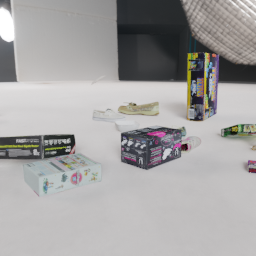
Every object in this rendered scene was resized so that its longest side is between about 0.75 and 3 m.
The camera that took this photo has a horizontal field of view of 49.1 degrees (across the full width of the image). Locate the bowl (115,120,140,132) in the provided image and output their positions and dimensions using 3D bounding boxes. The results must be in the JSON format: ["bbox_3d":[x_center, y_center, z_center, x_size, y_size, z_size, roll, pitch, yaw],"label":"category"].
[{"bbox_3d":[-0.037,-0.059,10.600,0.881,0.329,0.879,-3,13,-11],"label":"bowl"}]

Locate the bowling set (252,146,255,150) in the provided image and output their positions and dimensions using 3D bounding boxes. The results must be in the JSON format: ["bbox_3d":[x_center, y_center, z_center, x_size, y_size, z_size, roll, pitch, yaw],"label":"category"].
[{"bbox_3d":[4.049,0.316,8.196,0.523,0.678,0.974,9,12,42],"label":"bowling set"}]

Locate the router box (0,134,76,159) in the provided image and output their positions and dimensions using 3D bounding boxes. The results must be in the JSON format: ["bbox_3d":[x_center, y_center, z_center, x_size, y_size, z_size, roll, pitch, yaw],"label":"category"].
[{"bbox_3d":[-2.350,0.448,6.832,1.732,0.538,1.298,-3,-2,22],"label":"router box"}]

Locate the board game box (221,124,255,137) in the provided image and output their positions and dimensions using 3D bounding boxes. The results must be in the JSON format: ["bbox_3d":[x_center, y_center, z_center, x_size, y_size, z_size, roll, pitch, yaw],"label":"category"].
[{"bbox_3d":[4.649,0.080,9.007,2.841,0.333,1.489,-1,-4,-1],"label":"board game box"}]

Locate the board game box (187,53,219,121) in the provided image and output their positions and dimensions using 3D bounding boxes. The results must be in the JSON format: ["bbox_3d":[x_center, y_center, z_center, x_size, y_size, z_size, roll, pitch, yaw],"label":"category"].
[{"bbox_3d":[3.530,-1.952,13.076,0.835,2.947,2.436,6,14,32],"label":"board game box"}]

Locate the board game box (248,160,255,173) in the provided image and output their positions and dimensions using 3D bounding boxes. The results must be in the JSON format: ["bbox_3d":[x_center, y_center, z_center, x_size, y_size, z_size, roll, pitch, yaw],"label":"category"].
[{"bbox_3d":[3.331,0.943,6.503,1.002,0.162,0.602,4,9,20],"label":"board game box"}]

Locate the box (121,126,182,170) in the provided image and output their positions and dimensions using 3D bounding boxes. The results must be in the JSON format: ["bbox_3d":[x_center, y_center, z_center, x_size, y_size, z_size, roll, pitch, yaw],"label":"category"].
[{"bbox_3d":[0.603,0.458,7.150,0.923,0.801,1.397,10,15,44],"label":"box"}]

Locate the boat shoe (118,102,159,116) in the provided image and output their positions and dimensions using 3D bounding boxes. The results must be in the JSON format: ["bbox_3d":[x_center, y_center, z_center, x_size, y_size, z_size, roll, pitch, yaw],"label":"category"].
[{"bbox_3d":[0.535,-1.046,14.232,2.193,0.687,0.804,4,13,18],"label":"boat shoe"}]

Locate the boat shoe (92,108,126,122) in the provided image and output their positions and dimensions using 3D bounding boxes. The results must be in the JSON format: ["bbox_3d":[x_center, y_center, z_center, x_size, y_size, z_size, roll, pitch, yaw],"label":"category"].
[{"bbox_3d":[-0.856,-0.598,12.494,1.604,0.560,0.569,6,14,24],"label":"boat shoe"}]

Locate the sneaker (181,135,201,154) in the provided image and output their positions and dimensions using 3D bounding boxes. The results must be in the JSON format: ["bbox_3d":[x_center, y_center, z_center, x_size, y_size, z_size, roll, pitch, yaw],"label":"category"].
[{"bbox_3d":[1.682,0.505,7.921,1.069,0.435,0.471,-15,19,-23],"label":"sneaker"}]

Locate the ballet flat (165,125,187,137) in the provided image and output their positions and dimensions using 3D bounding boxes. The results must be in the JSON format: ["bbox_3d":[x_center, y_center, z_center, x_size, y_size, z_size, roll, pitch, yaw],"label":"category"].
[{"bbox_3d":[1.450,0.106,9.689,1.177,0.437,0.437,-3,13,-13],"label":"ballet flat"}]

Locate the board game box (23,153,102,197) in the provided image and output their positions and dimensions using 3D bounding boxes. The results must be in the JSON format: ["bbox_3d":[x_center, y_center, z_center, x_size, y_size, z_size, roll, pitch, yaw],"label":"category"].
[{"bbox_3d":[-1.369,0.931,5.864,1.342,0.431,0.990,-10,15,-35],"label":"board game box"}]

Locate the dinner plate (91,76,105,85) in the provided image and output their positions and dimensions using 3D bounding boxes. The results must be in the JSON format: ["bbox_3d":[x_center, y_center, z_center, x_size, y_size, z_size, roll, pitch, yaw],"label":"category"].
[{"bbox_3d":[-1.576,-2.513,14.606,0.899,0.109,0.899,-33,10,7],"label":"dinner plate"}]
